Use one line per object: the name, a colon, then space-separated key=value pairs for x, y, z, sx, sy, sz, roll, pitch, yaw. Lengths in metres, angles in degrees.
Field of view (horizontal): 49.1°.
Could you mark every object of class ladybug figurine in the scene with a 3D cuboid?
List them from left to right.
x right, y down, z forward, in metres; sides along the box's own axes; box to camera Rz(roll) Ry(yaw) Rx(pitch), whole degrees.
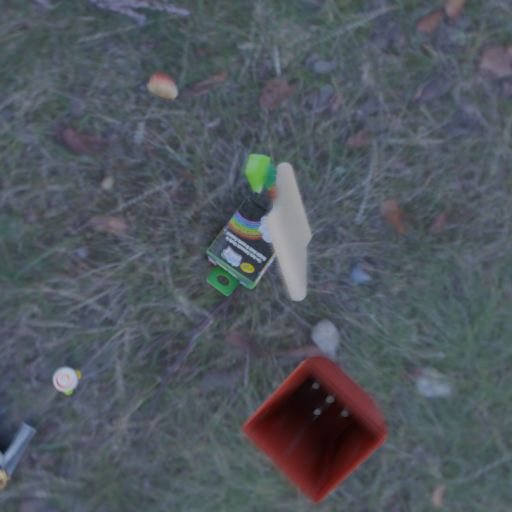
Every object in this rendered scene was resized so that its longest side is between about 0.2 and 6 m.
ladybug figurine: x=-1.377 y=-2.511 z=8.283 sx=0.399 sy=0.588 sz=0.211 roll=8 pitch=89 yaw=11

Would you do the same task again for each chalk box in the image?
chalk box: x=-0.219 y=-0.055 z=9.745 sx=0.982 sy=0.975 sz=1.573 roll=36 pitch=83 yaw=4

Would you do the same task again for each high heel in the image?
high heel: x=-4.812 y=3.090 z=9.331 sx=1.835 sy=0.655 sz=1.308 roll=29 pitch=75 yaw=-4

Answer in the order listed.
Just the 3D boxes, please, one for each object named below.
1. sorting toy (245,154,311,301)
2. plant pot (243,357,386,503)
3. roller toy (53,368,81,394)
sorting toy: x=0.334 y=-0.626 z=7.754 sx=0.312 sy=1.568 sz=2.121 roll=-10 pitch=123 yaw=17
plant pot: x=0.839 y=2.031 z=7.149 sx=1.283 sy=1.130 sz=1.281 roll=43 pitch=108 yaw=10
roller toy: x=-3.294 y=2.139 z=9.702 sx=0.390 sy=0.299 sz=0.428 roll=26 pitch=73 yaw=-3
